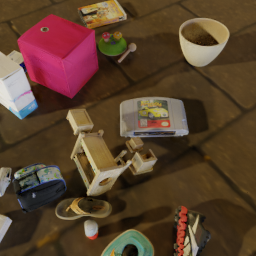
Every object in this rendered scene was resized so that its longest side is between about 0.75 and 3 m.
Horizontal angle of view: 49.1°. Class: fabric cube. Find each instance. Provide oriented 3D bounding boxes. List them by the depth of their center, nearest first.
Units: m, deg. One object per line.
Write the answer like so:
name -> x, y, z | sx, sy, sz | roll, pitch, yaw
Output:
fabric cube -> -2.626, -2.823, 11.014 | 2.068, 2.074, 2.035 | 26, 58, 17

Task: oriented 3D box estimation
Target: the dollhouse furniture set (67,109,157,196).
dollhouse furniture set -> -0.685, 0.680, 9.368 | 2.206, 1.387, 2.494 | -6, 51, -35

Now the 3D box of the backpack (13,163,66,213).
backpack -> -2.638, 1.671, 8.375 | 1.389, 1.271, 1.021 | -19, 55, -21

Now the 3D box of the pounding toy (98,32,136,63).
pounding toy -> -0.568, -3.866, 12.525 | 1.676, 0.778, 1.294 | 37, 63, 23

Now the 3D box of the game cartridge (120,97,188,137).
game cartridge -> 0.915, -0.430, 10.351 | 2.421, 0.495, 1.611 | -2, 51, -1

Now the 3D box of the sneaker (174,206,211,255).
sneaker -> 1.743, 3.197, 7.610 | 1.030, 0.745, 2.108 | 6, 54, 7

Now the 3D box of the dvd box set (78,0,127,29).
dvd box set -> -1.308, -5.767, 14.135 | 2.082, 0.306, 1.524 | -19, 58, -13

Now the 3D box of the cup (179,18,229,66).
cup -> 3.096, -3.464, 11.834 | 1.976, 1.413, 1.976 | -1, 52, 1

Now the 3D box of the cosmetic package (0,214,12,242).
cosmetic package -> -3.848, 2.974, 7.994 | 0.552, 0.397, 0.978 | 16, 58, 11

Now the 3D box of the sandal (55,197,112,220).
sandal -> -1.329, 2.361, 8.379 | 1.672, 0.452, 0.672 | 1, 55, 0

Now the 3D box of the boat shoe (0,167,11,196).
boat shoe -> -3.922, 1.672, 8.910 | 0.334, 0.368, 1.002 | -8, 55, -4

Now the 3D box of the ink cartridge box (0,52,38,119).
ink cartridge box -> -4.274, -1.538, 10.114 | 1.488, 2.059, 0.872 | 35, 62, 22

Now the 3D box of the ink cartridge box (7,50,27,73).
ink cartridge box -> -4.850, -2.732, 12.058 | 1.225, 0.249, 1.223 | 26, 59, 17

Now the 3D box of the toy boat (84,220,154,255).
toy boat -> -0.405, 3.254, 7.464 | 2.004, 0.931, 1.685 | 33, 62, 21
